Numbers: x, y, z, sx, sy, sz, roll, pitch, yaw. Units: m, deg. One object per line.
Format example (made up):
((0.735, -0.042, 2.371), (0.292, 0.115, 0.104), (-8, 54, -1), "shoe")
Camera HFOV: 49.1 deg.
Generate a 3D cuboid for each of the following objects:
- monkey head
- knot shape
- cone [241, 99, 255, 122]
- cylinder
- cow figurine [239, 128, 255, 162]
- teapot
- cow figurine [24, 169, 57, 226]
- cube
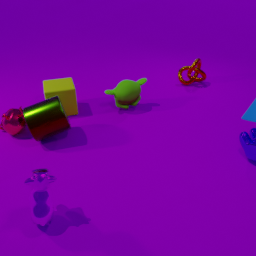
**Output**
((-0.095, -1.220, 9.294), (1.486, 0.895, 1.069), (-21, 40, -17), "monkey head")
((2.580, -2.101, 10.878), (1.052, 1.124, 0.519), (27, 31, -33), "knot shape")
((3.497, -0.736, 6.871), (1.173, 1.177, 1.173), (5, 10, -1), "cone")
((-2.198, -0.259, 7.687), (1.000, 1.000, 1.000), (-22, 37, -8), "cylinder")
((3.454, 0.714, 6.651), (0.833, 1.493, 1.517), (-17, 1, -21), "cow figurine")
((-3.256, -0.242, 7.983), (1.288, 0.630, 0.801), (-29, 48, 28), "teapot")
((-1.629, 1.303, 5.276), (0.565, 1.012, 1.029), (-3, 70, -18), "cow figurine")
((-2.183, -0.987, 9.069), (0.935, 0.935, 0.935), (-9, 34, -14), "cube")
